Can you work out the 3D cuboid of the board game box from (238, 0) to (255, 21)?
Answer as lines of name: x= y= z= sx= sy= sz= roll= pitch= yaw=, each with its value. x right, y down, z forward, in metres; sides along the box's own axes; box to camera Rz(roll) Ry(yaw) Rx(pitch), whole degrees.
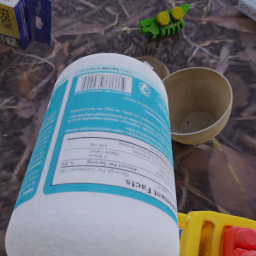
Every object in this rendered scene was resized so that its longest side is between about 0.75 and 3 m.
board game box: x=5.721 y=-4.391 z=9.500 sx=2.655 sy=0.546 sz=2.648 roll=-41 pitch=64 yaw=0

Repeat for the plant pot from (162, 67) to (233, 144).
plant pot: x=1.598 y=-0.343 z=6.879 sx=1.903 sy=1.278 sz=1.903 roll=-12 pitch=54 yaw=18

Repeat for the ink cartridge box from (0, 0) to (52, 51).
ink cartridge box: x=-2.432 y=-2.067 z=5.279 sx=1.877 sy=1.855 sz=0.441 roll=16 pitch=79 yaw=-13

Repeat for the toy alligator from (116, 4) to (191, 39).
toy alligator: x=0.972 y=-3.299 z=9.233 sx=2.806 sy=0.832 sz=0.761 roll=-27 pitch=102 yaw=-16

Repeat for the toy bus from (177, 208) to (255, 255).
toy bus: x=1.438 y=2.196 z=4.694 sx=2.634 sy=2.529 sz=1.787 roll=12 pitch=60 yaw=9

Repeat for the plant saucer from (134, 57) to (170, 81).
plant saucer: x=0.511 y=-1.613 z=8.442 sx=1.571 sy=0.231 sz=1.571 roll=0 pitch=57 yaw=0

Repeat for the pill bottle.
pill bottle: x=-0.273 y=0.563 z=2.849 sx=1.485 sy=1.485 sz=2.681 roll=2 pitch=48 yaw=2
